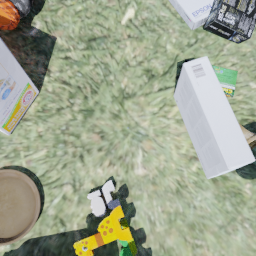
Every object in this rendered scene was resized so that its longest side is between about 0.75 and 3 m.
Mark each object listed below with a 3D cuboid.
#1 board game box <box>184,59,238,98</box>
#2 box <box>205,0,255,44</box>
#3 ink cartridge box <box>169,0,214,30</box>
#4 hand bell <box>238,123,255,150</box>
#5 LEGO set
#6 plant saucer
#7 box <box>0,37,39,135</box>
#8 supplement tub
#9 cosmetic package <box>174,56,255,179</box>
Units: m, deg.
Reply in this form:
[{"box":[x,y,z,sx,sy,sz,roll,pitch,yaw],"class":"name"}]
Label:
[{"box":[2.292,-1.423,7.983,1.548,0.182,0.811,15,72,4],"class":"board game box"},{"box":[3.068,-3.374,7.990,1.211,0.637,1.478,20,88,-12],"class":"box"},{"box":[2.297,-4.412,8.702,2.165,0.477,2.205,-31,78,-8],"class":"ink cartridge box"},{"box":[2.490,-0.189,7.400,1.009,1.009,1.937,-30,64,-8],"class":"hand bell"},{"box":[-0.442,2.752,6.271,1.228,1.141,2.992,-20,74,-6],"class":"LEGO set"},{"box":[-3.049,1.944,6.952,1.813,0.267,1.813,0,75,0],"class":"plant saucer"},{"box":[-3.535,-1.190,6.435,1.677,2.982,1.511,26,74,9],"class":"box"},{"box":[-3.437,-4.419,8.029,1.739,1.739,2.839,12,75,3],"class":"supplement tub"},{"box":[1.895,-0.132,6.712,0.644,1.881,2.494,-17,75,-5],"class":"cosmetic package"}]
